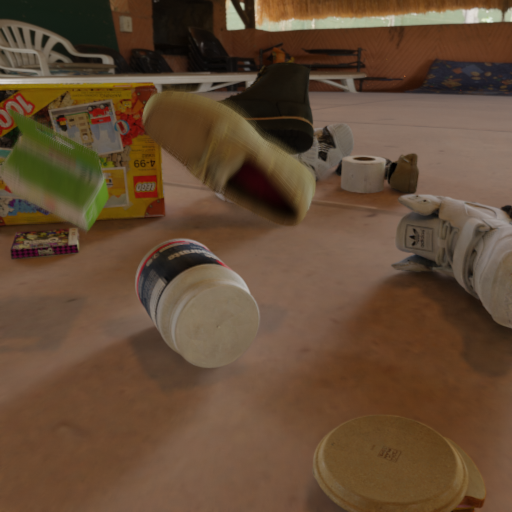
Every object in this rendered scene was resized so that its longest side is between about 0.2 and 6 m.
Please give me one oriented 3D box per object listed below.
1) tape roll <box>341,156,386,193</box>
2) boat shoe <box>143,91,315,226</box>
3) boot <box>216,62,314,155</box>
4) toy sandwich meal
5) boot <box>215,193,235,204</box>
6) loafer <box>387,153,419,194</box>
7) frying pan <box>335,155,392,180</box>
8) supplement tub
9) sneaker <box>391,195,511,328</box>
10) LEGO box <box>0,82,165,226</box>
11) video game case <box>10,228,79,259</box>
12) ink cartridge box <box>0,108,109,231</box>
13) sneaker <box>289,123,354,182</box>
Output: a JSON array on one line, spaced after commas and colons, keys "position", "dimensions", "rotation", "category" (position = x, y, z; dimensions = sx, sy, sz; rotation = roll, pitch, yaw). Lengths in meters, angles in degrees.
[{"position": [2.749, -2.118, 14.407], "dimensions": [1.113, 0.764, 1.113], "rotation": [1, 20, 0], "category": "tape roll"}, {"position": [-0.335, -1.208, 7.097], "dimensions": [2.481, 0.918, 0.823], "rotation": [27, 36, -11], "category": "boat shoe"}, {"position": [-0.278, -3.308, 11.955], "dimensions": [3.031, 1.174, 2.097], "rotation": [8, 63, -6], "category": "boot"}, {"position": [1.102, 1.763, 4.492], "dimensions": [1.319, 0.452, 1.319], "rotation": [-3, 20, 1], "category": "toy sandwich meal"}, {"position": [-0.006, -1.861, 12.778], "dimensions": [1.082, 1.405, 2.941], "rotation": [-14, 25, -34], "category": "boot"}, {"position": [3.811, -2.226, 14.634], "dimensions": [0.726, 0.819, 2.154], "rotation": [8, 21, 7], "category": "loafer"}, {"position": [3.232, -2.764, 16.673], "dimensions": [1.839, 0.495, 3.041], "rotation": [0, 24, 4], "category": "frying pan"}, {"position": [-0.740, 0.525, 6.736], "dimensions": [1.135, 1.135, 1.618], "rotation": [-9, 22, -23], "category": "supplement tub"}, {"position": [2.929, -0.024, 8.009], "dimensions": [2.107, 1.377, 3.666], "rotation": [9, 17, 23], "category": "sneaker"}, {"position": [-3.851, -2.177, 11.742], "dimensions": [3.651, 2.719, 1.409], "rotation": [-5, 21, -11], "category": "LEGO box"}, {"position": [-3.800, -0.239, 10.155], "dimensions": [1.121, 0.201, 1.016], "rotation": [-6, 21, -15], "category": "video game case"}, {"position": [-2.634, -1.055, 7.198], "dimensions": [1.219, 0.625, 1.649], "rotation": [27, -15, -4], "category": "ink cartridge box"}, {"position": [1.220, -2.864, 15.910], "dimensions": [1.900, 1.242, 3.306], "rotation": [3, 27, 42], "category": "sneaker"}]
